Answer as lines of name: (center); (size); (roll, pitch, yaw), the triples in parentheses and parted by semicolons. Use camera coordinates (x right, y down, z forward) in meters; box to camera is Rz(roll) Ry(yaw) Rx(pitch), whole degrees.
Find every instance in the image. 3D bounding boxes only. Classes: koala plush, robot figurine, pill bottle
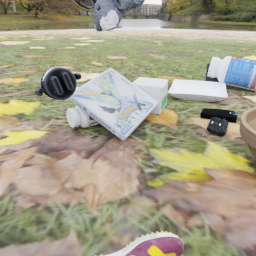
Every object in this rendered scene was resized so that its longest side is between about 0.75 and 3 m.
koala plush: (-0.481, -4.015, 9.216); (1.722, 1.873, 1.661); (27, 4, -27)
robot figurine: (-1.288, -0.812, 5.179); (0.726, 0.603, 0.966); (14, 2, -26)
pill bottle: (-1.200, -0.475, 9.057); (1.449, 0.814, 0.814); (-16, 28, -32)
pill bottle: (4.913, -2.566, 12.844); (2.291, 1.286, 1.286); (17, 28, 16)

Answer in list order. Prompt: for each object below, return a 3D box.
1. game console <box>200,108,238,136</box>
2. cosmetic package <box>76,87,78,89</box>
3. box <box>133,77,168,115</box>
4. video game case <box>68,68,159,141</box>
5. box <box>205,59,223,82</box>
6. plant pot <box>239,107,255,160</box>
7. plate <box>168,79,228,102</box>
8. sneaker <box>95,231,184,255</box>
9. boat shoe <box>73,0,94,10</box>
game console: (2.943, -0.247, 9.260); (1.197, 0.245, 2.029); (10, 24, 21)
cosmetic package: (-2.270, -1.582, 12.208); (0.398, 0.279, 0.784); (-16, 28, -32)
box: (0.782, -1.237, 10.473); (1.219, 1.044, 1.213); (8, 25, 17)
video game case: (-0.365, -0.884, 8.996); (2.145, 0.259, 2.353); (37, 44, 7)
box: (5.054, -2.943, 14.482); (1.565, 0.934, 1.591); (15, 29, 31)
plant pot: (3.915, 0.515, 6.234); (2.796, 1.290, 2.796); (-1, 23, 0)
plate: (3.030, -1.612, 12.153); (2.342, 0.379, 2.337); (6, 24, 14)
sneaker: (0.032, 2.040, 3.699); (1.829, 0.685, 0.824); (-14, 35, -16)
boat shoe: (-1.448, -3.872, 8.050); (1.215, 0.433, 0.366); (33, -1, -32)
